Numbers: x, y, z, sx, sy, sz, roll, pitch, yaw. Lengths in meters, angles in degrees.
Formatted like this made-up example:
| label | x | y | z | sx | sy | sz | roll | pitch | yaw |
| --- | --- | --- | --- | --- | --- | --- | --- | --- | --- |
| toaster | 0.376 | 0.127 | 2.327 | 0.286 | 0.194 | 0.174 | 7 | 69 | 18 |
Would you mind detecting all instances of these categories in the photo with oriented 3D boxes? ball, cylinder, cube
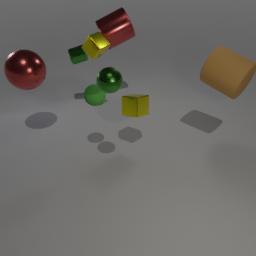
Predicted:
| label | x | y | z | sx | sy | sz | roll | pitch | yaw |
| --- | --- | --- | --- | --- | --- | --- | --- | --- | --- |
| ball | -0.491 | -1.270 | 7.457 | 0.700 | 0.700 | 0.700 | 0 | 30 | 0 |
| ball | -1.058 | -1.051 | 8.944 | 0.700 | 0.700 | 0.700 | 0 | 30 | 0 |
| cylinder | -0.575 | -4.540 | 12.830 | 1.400 | 1.400 | 1.400 | -27 | 32 | 3 |
| cylinder | 3.505 | -1.946 | 9.836 | 1.400 | 1.400 | 1.400 | 38 | 45 | 24 |
| cube | -1.272 | -3.273 | 11.155 | 0.700 | 0.700 | 0.700 | 49 | 46 | 0 |
| ball | -3.585 | -2.030 | 9.819 | 1.400 | 1.400 | 1.400 | 0 | 30 | 0 |
| cube | 0.256 | -0.789 | 9.750 | 0.700 | 0.700 | 0.700 | 11 | 19 | 37 |
| cylinder | -2.178 | -3.227 | 12.314 | 0.700 | 0.700 | 0.700 | -16 | 30 | 6 |
